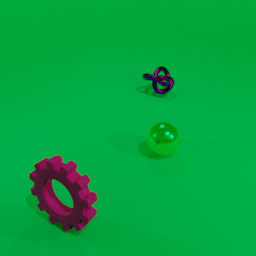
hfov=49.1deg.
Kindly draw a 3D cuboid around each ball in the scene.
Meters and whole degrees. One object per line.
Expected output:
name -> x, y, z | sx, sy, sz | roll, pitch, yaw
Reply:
ball -> 0.903, 0.278, 7.168 | 0.866, 0.866, 0.866 | 0, 32, 0

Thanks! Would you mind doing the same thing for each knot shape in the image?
knot shape -> 1.219, -1.731, 10.352 | 1.252, 0.579, 1.172 | -11, 50, -25

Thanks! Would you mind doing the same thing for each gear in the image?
gear -> -1.195, 1.196, 5.085 | 1.408, 1.408, 0.260 | 17, 28, 26
